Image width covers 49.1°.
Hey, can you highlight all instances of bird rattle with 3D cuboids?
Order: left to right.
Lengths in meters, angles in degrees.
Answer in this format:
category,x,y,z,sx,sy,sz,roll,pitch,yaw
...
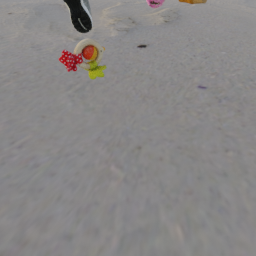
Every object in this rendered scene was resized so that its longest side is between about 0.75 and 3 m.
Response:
category,x,y,z,sx,sy,sz,roll,pitch,yaw
bird rattle,-0.861,-1.423,5.622,0.938,0.765,0.528,20,14,-31

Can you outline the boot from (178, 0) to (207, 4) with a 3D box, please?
category,x,y,z,sx,sy,sz,roll,pitch,yaw
boot,2.034,-5.018,9.409,0.606,1.723,1.233,-41,47,-23

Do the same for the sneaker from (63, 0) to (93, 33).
category,x,y,z,sx,sy,sz,roll,pitch,yaw
sneaker,-1.329,-3.327,7.095,0.638,1.727,0.685,-7,46,5

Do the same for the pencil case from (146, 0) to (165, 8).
category,x,y,z,sx,sy,sz,roll,pitch,yaw
pencil case,0.899,-4.117,8.364,0.553,0.578,1.336,24,49,-12
